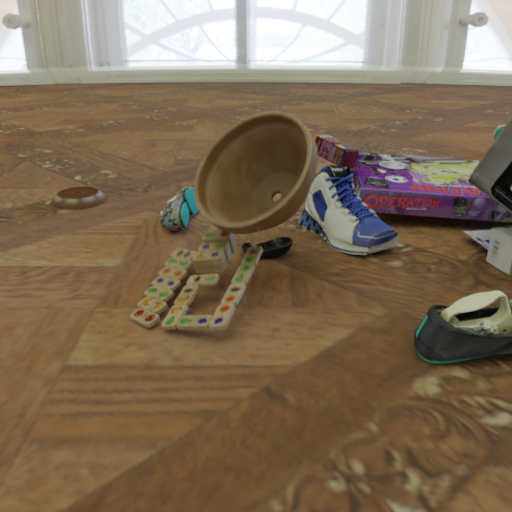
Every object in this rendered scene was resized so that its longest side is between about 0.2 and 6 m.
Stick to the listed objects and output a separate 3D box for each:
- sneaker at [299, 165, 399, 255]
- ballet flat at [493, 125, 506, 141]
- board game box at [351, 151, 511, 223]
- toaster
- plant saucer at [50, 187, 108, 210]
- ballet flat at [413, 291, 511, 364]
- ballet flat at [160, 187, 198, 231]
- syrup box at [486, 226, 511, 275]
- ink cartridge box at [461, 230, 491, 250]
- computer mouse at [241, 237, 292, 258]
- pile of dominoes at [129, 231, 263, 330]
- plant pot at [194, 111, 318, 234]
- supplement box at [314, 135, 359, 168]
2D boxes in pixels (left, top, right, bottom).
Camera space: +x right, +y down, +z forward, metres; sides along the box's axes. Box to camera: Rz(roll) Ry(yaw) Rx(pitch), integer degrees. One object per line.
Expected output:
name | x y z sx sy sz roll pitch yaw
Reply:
sneaker | 1.681 -1.016 11.091 0.994 1.421 2.460 -15 28 -27
ballet flat | 8.959 -3.699 17.854 2.662 1.007 0.851 25 16 38
board game box | 4.544 -1.575 12.690 4.612 0.745 2.768 5 31 3
toaster | 5.871 -1.392 9.419 3.362 2.206 3.718 44 41 17
plant saucer | -4.273 -1.419 13.472 1.344 0.246 1.344 -1 24 0
ballet flat | 3.393 0.878 7.459 2.623 0.958 0.958 -4 24 -9
ballet flat | -1.688 -1.043 12.162 0.686 0.686 1.908 2 23 6
syrup box | 5.111 -0.166 10.093 1.688 0.665 0.687 -7 25 -15
ink cartridge box | 4.650 -0.256 10.886 0.951 0.223 0.940 -6 26 -10
computer mouse | 0.228 -0.107 10.544 0.964 0.254 0.667 -13 27 -1
pile of dominoes | -0.948 0.317 8.653 1.701 0.347 2.182 -3 32 21
plant pot | 0.128 -1.178 8.976 2.113 2.113 0.975 21 -12 39
supplement box | 1.645 -2.205 11.770 0.487 0.378 0.883 -13 39 -45
